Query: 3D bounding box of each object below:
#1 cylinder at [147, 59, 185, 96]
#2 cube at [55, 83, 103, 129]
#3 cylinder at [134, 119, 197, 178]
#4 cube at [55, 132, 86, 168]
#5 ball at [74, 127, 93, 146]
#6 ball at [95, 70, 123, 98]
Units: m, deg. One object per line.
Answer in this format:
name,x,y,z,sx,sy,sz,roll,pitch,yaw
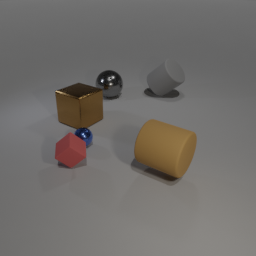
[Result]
cylinder,1.912,-2.540,14.195,1.400,1.400,1.400,-33,2,43
cube,-2.014,-0.949,11.774,1.400,1.400,1.400,19,33,31
cylinder,1.123,0.585,8.327,1.400,1.400,1.400,19,34,29
cube,-1.829,0.707,8.953,0.700,0.700,0.700,-36,37,20
ball,-1.622,0.322,10.129,0.700,0.700,0.700,0,28,0
ball,-0.945,-2.224,14.182,1.400,1.400,1.400,0,28,0
